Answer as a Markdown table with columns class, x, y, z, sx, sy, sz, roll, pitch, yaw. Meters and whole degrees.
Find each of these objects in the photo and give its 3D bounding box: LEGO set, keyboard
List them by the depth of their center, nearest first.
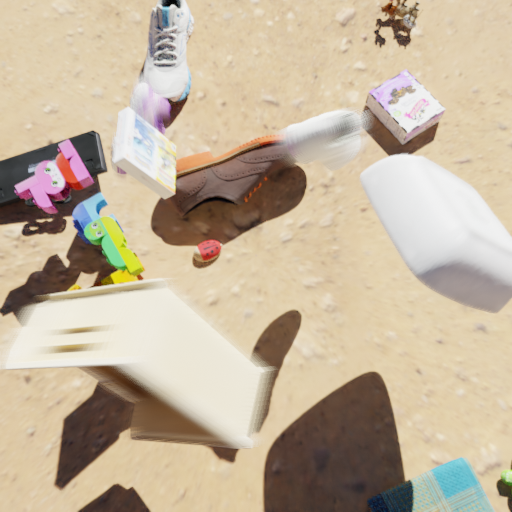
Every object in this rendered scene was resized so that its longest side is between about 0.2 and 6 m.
| class | x | y | z | sx | sy | sz | roll | pitch | yaw |
| --- | --- | --- | --- | --- | --- | --- | --- | --- | --- |
| LEGO set | -3.190 | 0.201 | 10.717 | 1.739 | 1.617 | 4.239 | -30 | 77 | -8 |
| keyboard | -4.465 | -1.645 | 11.924 | 2.621 | 0.336 | 1.574 | -18 | 63 | 2 |

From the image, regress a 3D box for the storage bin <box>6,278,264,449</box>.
| class | x | y | z | sx | sy | sz | roll | pitch | yaw |
| --- | --- | --- | --- | --- | --- | --- | --- | --- | --- |
| storage bin | -1.576 | 1.549 | 7.574 | 2.453 | 2.471 | 1.158 | -9 | 50 | 33 |

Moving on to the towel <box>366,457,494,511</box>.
| class | x | y | z | sx | sy | sz | roll | pitch | yaw |
| --- | --- | --- | --- | --- | --- | --- | --- | --- | --- |
| towel | 3.088 | 4.517 | 9.650 | 1.985 | 0.215 | 1.456 | -21 | 69 | -7 |

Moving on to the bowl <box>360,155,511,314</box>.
| class | x | y | z | sx | sy | sz | roll | pitch | yaw |
| --- | --- | --- | --- | --- | --- | --- | --- | --- | --- |
| bowl | 2.805 | -0.457 | 8.186 | 2.378 | 0.888 | 2.375 | 18 | 39 | -36 |

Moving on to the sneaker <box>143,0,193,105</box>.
| class | x | y | z | sx | sy | sz | roll | pitch | yaw |
| --- | --- | --- | --- | --- | --- | --- | --- | --- | --- |
| sneaker | -2.091 | -4.952 | 12.891 | 1.160 | 1.341 | 3.095 | -1 | 69 | -2 |

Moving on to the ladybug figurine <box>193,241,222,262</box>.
| class | x | y | z | sx | sy | sz | roll | pitch | yaw |
| --- | --- | --- | --- | --- | --- | --- | --- | --- | --- |
| ladybug figurine | -0.995 | -0.121 | 11.509 | 0.629 | 0.226 | 0.427 | -26 | 70 | -10 |

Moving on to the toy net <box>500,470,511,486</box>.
| class | x | y | z | sx | sy | sz | roll | pitch | yaw |
| --- | --- | --- | --- | --- | --- | --- | --- | --- | --- |
| toy net | 6.663 | 4.047 | 9.475 | 4.467 | 0.863 | 2.343 | 26 | 70 | 10 |

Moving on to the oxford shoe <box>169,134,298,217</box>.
| class | x | y | z | sx | sy | sz | roll | pitch | yaw |
| --- | --- | --- | --- | --- | --- | --- | --- | --- | --- |
| oxford shoe | -0.207 | -1.708 | 11.814 | 3.378 | 1.202 | 1.225 | -16 | 88 | -1 |

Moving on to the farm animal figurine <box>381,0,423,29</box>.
| class | x | y | z | sx | sy | sz | roll | pitch | yaw |
| --- | --- | --- | --- | --- | --- | --- | --- | --- | --- |
| farm animal figurine | 3.544 | -6.117 | 13.810 | 1.076 | 0.567 | 1.088 | 27 | 63 | -2 |

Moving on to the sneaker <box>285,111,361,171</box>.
| class | x | y | z | sx | sy | sz | roll | pitch | yaw |
| --- | --- | --- | --- | --- | --- | --- | --- | --- | --- |
| sneaker | 1.361 | -1.864 | 9.016 | 1.048 | 2.104 | 0.788 | -17 | 91 | 33 |

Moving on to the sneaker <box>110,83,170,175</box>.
| class | x | y | z | sx | sy | sz | roll | pitch | yaw |
| --- | --- | --- | --- | --- | --- | --- | --- | --- | --- |
| sneaker | -2.090 | -2.250 | 10.264 | 0.751 | 0.683 | 1.698 | 23 | 95 | -1 |

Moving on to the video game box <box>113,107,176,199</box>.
| class | x | y | z | sx | sy | sz | roll | pitch | yaw |
| --- | --- | --- | --- | --- | --- | --- | --- | --- | --- |
| video game box | -1.673 | -1.560 | 8.571 | 0.260 | 1.110 | 1.011 | -19 | 56 | 29 |

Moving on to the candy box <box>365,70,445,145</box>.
| class | x | y | z | sx | sy | sz | roll | pitch | yaw |
| --- | --- | --- | --- | --- | --- | --- | --- | --- | --- |
| candy box | 3.367 | -3.378 | 12.688 | 1.142 | 0.487 | 1.362 | -33 | 72 | -12 |
